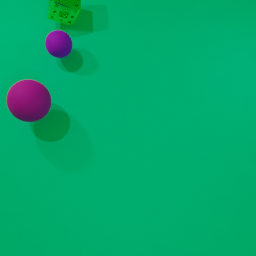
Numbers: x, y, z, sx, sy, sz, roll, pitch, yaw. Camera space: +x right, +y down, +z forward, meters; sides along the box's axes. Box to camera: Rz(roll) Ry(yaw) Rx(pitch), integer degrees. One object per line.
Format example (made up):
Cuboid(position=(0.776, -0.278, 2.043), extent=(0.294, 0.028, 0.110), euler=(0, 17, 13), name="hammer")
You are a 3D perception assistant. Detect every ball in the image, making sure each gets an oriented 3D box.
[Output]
Cuboid(position=(-2.038, -2.472, 8.272), extent=(0.793, 0.793, 0.793), euler=(0, 74, 0), name="ball")
Cuboid(position=(-2.626, -0.722, 7.466), extent=(1.132, 1.132, 1.132), euler=(0, 74, 0), name="ball")

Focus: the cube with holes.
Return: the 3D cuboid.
Cuboid(position=(-1.974, -3.838, 8.655), extent=(0.814, 0.814, 0.814), euler=(8, 69, -27), name="cube with holes")
